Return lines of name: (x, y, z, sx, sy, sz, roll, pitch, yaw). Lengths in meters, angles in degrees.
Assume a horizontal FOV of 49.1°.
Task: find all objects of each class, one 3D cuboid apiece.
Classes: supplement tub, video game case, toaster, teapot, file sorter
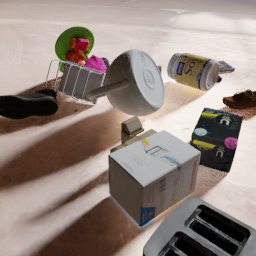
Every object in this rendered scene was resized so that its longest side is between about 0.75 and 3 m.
supplement tub: (3.100, -2.740, 13.410, 2.109, 1.533, 1.533, 25, 41, 33)
video game case: (4.839, -3.405, 15.641, 1.815, 0.164, 1.299, -8, 34, -12)
toaster: (1.429, 2.647, 5.550, 2.201, 1.306, 1.990, 26, 41, 34)
teapot: (-0.004, -1.609, 11.136, 2.082, 2.851, 2.814, -17, 46, 32)
file sorter: (-2.279, -1.981, 11.838, 2.038, 1.414, 1.269, 21, 11, 21)

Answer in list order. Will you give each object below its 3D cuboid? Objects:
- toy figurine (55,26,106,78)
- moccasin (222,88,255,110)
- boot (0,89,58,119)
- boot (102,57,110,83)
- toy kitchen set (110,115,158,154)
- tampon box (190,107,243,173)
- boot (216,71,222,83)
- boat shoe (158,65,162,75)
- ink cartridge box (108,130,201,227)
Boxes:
toy figurine: (-2.149, -2.940, 13.445, 2.098, 2.794, 2.572, -8, 53, -39)
moccasin: (5.095, -1.301, 11.824, 2.312, 0.893, 0.846, -4, 34, -5)
boot: (-4.223, -1.146, 11.741, 2.559, 0.991, 1.770, 4, 26, -14)
boot: (-0.486, -2.745, 14.219, 2.158, 0.858, 2.479, 7, 39, 1)
toy kitchen set: (0.609, 0.621, 8.428, 1.800, 1.468, 1.624, -26, 41, -33)
tampon box: (2.872, 0.326, 9.164, 1.363, 1.148, 1.819, 14, 36, 20)
boot: (4.624, -2.679, 14.391, 0.795, 0.445, 1.149, 32, 58, 32)
boat shoe: (0.982, -2.580, 13.909, 0.795, 0.839, 2.216, 12, 26, 23)
ink cartridge box: (0.687, 1.237, 7.499, 2.000, 1.472, 1.447, -22, 39, -31)
